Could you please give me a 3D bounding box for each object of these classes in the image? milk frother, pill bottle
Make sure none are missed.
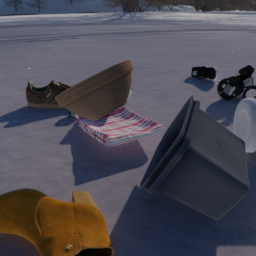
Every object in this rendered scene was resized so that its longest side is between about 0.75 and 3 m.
[{"bbox_3d":[5.364,-1.799,12.864,1.657,1.590,1.762,-25,78,-40],"label":"milk frother"},{"bbox_3d":[4.938,-0.083,8.491,2.968,1.669,1.669,0,26,1],"label":"pill bottle"}]

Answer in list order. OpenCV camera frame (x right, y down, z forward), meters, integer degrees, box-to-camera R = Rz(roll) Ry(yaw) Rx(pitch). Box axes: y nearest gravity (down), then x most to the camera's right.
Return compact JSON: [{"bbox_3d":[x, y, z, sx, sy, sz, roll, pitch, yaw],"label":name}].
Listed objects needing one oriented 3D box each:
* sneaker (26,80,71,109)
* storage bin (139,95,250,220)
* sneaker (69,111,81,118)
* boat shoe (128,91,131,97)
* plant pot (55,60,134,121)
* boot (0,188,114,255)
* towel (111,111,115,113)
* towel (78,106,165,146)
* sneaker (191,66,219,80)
[{"bbox_3d":[-2.917,-1.482,12.026,2.896,1.094,1.020,-3,27,-6],"label":"sneaker"},{"bbox_3d":[1.668,0.821,6.765,1.876,2.033,2.793,33,31,3],"label":"storage bin"},{"bbox_3d":[-2.074,-0.816,11.334,0.529,0.446,1.210,15,31,-2],"label":"sneaker"},{"bbox_3d":[-0.549,-1.703,13.231,1.531,0.551,0.524,-2,25,18],"label":"boat shoe"},{"bbox_3d":[-0.763,-0.944,8.018,2.360,1.089,2.360,-27,8,4],"label":"plant pot"},{"bbox_3d":[-1.624,1.946,5.223,2.507,0.882,1.794,-4,23,-18],"label":"boot"},{"bbox_3d":[-1.082,-0.763,10.875,1.088,0.365,1.473,-12,11,-9],"label":"towel"},{"bbox_3d":[-0.351,-0.127,9.601,2.049,0.419,2.800,-15,21,-25],"label":"towel"},{"bbox_3d":[4.220,-3.082,15.869,1.125,0.735,2.011,-7,19,-7],"label":"sneaker"}]
